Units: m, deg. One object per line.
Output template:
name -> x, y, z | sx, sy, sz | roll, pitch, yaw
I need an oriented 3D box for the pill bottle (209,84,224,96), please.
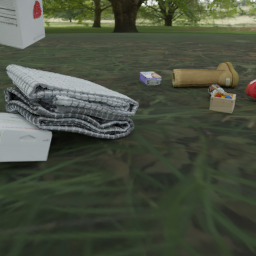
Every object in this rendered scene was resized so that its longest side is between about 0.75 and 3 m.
pill bottle -> 3.246, -1.362, 10.369 | 0.447, 0.447, 0.841 | 1, 22, 2

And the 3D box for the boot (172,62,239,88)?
boot -> 3.259, -2.384, 12.338 | 2.616, 0.865, 2.291 | 1, 22, 4

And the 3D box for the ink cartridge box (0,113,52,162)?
ink cartridge box -> -2.552, 0.153, 5.964 | 1.595, 0.675, 1.153 | 19, 10, 41

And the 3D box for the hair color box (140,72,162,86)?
hair color box -> 0.996, -2.213, 12.513 | 0.671, 0.398, 1.228 | -5, 24, -12

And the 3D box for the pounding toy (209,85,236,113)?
pounding toy -> 3.051, -0.959, 9.133 | 0.821, 0.634, 0.892 | 10, 25, 23

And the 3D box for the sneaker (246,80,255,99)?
sneaker -> 5.259, -1.168, 9.371 | 2.252, 0.882, 1.301 | 0, 21, 4

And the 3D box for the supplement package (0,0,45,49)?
supplement package -> -2.716, -2.928, 6.617 | 1.019, 1.702, 1.032 | 15, 37, 11

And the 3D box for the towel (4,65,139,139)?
towel -> -1.475, -0.578, 6.967 | 2.765, 1.183, 2.289 | 5, 16, -40
